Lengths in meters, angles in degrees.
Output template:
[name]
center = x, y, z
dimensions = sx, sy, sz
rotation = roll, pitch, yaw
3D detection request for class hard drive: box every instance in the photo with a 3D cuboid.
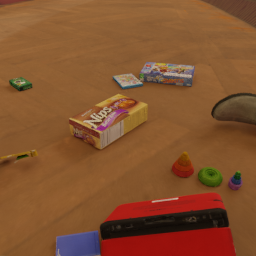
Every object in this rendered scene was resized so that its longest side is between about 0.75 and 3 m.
[hard drive]
center = -1.017, 2.408, 5.699
dimensions = 0.865, 0.110, 0.571
rotation = -5, 33, -9

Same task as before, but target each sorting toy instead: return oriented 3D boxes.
[sorting toy]
center = 2.065, 1.049, 7.311
dimensions = 1.839, 0.633, 0.638
rotation = 16, 40, 21

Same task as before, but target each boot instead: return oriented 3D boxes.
[boot]
center = 4.296, -0.223, 8.926
dimensions = 2.854, 0.966, 1.864
rotation = -4, 45, -3

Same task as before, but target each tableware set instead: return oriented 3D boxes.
[tableware set]
center = -3.233, 0.859, 7.744
dimensions = 1.419, 0.218, 0.956
rotation = -13, 2, -17

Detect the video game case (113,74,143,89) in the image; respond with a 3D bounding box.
[video game case]
center = -0.031, -2.177, 12.953
dimensions = 0.989, 0.123, 1.382
rotation = -12, 34, -18

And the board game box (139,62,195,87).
[board game box]
center = 1.888, -2.596, 13.329
dimensions = 2.434, 0.419, 1.648
rotation = 8, 33, 13

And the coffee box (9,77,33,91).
[coffee box]
center = -4.799, -1.973, 12.527
dimensions = 0.646, 0.231, 1.051
rotation = -27, 42, -36

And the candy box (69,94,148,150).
[candy box]
center = -0.602, -0.301, 9.460
dimensions = 1.413, 0.684, 2.423
rotation = 24, 38, 33

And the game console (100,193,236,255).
[game console]
center = 0.762, 2.251, 5.345
dimensions = 2.345, 1.392, 2.021
rotation = -11, -1, 13
